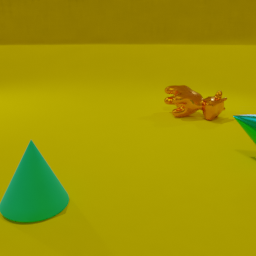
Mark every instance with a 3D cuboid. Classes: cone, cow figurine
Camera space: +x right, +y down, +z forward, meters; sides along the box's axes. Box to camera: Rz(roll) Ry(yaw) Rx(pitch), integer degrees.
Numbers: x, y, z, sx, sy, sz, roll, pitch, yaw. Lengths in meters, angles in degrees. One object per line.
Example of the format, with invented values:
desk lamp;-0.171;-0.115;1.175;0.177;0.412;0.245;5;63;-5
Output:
cone;2.675;-0.011;5.724;1.138;1.134;1.134;30;31;28
cone;-1.421;0.662;4.204;1.029;1.033;1.029;2;18;-1
cow figurine;2.174;-0.877;9.042;1.675;0.934;1.702;-9;35;-10
